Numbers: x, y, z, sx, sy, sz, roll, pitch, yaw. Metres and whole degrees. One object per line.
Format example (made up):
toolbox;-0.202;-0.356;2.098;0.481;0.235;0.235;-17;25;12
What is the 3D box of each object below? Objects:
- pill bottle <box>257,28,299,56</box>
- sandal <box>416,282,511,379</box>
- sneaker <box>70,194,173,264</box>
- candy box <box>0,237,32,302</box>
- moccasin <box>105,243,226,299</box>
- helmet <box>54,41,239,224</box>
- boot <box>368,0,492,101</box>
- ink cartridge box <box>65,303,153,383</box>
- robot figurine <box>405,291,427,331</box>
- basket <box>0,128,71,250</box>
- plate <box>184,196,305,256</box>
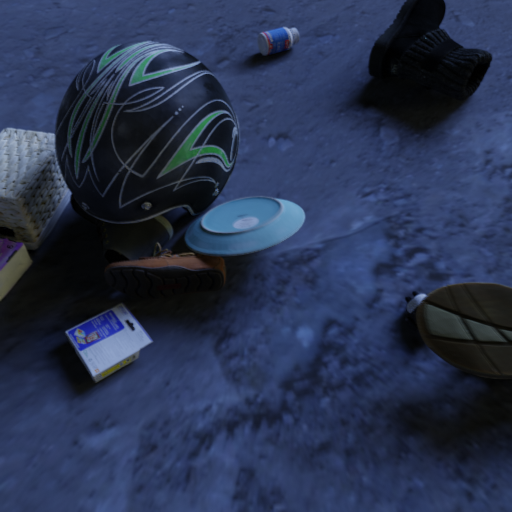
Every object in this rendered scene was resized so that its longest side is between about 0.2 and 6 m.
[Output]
pill bottle;0.603;-5.723;14.874;1.035;0.581;0.581;-22;52;-17
sandal;4.113;1.188;8.447;3.513;0.949;1.411;0;66;-6
sneaker;-2.696;-0.535;10.060;2.155;0.806;1.145;22;49;17
candy box;-4.923;0.214;9.579;1.546;0.553;1.297;14;50;13
moccasin;-1.522;0.236;9.467;2.005;0.733;0.774;-8;34;-2
helmet;-1.973;-2.155;9.987;3.181;3.181;3.033;27;14;22
boot;4.650;-5.235;13.895;2.582;1.299;3.453;22;62;27
ink cartridge box;-2.302;1.330;8.785;1.025;0.241;1.013;-27;51;-27
robot figurine;2.721;0.906;9.047;0.454;0.547;0.727;-7;46;-29
basket;-4.426;-1.308;10.469;1.388;1.263;2.048;9;48;7
plate;-0.236;-0.639;9.976;2.198;0.281;2.198;-9;27;5
